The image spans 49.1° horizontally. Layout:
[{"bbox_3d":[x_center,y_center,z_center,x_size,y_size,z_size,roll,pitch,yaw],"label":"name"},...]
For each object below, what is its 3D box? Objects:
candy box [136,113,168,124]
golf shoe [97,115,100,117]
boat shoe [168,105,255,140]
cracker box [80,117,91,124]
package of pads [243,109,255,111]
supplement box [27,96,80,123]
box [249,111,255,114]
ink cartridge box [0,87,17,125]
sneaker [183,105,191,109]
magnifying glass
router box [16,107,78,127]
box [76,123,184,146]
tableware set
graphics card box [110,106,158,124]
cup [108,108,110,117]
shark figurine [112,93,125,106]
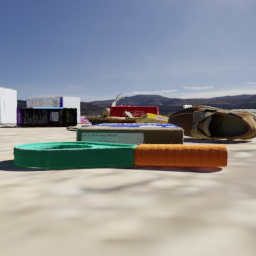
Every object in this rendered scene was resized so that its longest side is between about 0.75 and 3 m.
[{"bbox_3d":[0.822,-0.139,6.860,1.140,0.151,0.582,10,-14,-25],"label":"candy box"},{"bbox_3d":[-1.892,-0.598,17.931,0.355,0.441,0.907,-3,2,-17],"label":"golf shoe"},{"bbox_3d":[1.295,-0.081,4.466,1.493,0.565,0.551,1,5,36],"label":"boat shoe"},{"bbox_3d":[-2.036,-0.404,14.370,1.181,0.341,0.791,3,4,35],"label":"cracker box"},{"bbox_3d":[5.101,-0.445,11.950,1.876,0.640,1.449,1,1,44],"label":"package of pads"},{"bbox_3d":[-3.681,-0.840,13.743,2.509,1.269,1.296,1,3,32],"label":"supplement box"},{"bbox_3d":[4.725,-0.363,10.723,1.161,0.566,0.722,3,4,45],"label":"box"},{"bbox_3d":[-5.888,-0.873,11.532,2.075,1.508,1.501,1,2,13],"label":"ink cartridge box"},{"bbox_3d":[2.978,-0.479,11.974,1.215,0.850,2.105,4,10,7],"label":"sneaker"},{"bbox_3d":[-0.105,0.199,2.221,1.683,0.188,0.670,1,2,13],"label":"magnifying glass"},{"bbox_3d":[-2.912,-0.421,10.569,2.001,0.685,2.682,0,2,-11],"label":"router box"},{"bbox_3d":[0.078,0.086,3.694,1.090,0.292,1.799,0,1,4],"label":"box"},{"bbox_3d":[-0.218,-0.262,8.280,1.877,0.569,2.840,2,3,32],"label":"tableware set"},{"bbox_3d":[0.334,-0.461,11.085,1.729,0.701,2.756,1,0,6],"label":"graphics card box"},{"bbox_3d":[-1.221,-0.921,20.053,0.797,1.114,1.114,-27,16,-28],"label":"cup"},{"bbox_3d":[-0.510,-0.741,14.549,1.324,2.217,0.925,-28,-44,10],"label":"shark figurine"}]
